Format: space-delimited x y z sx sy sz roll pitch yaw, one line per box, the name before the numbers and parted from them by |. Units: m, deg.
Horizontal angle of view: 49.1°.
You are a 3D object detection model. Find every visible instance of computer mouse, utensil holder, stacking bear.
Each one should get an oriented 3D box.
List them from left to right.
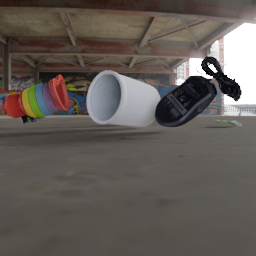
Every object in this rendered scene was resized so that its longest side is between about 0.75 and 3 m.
stacking bear | -2.240 -0.640 6.663 1.478 0.840 0.898 -13 18 6
utensil holder | -0.093 -0.766 8.148 1.458 1.458 1.715 3 -2 42
computer mouse | 1.738 -0.736 7.433 2.207 1.528 0.582 -35 -33 11

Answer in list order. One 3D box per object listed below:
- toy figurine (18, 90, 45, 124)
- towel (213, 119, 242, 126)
toy figurine | -3.102 -0.673 8.874 0.757 1.072 1.089 -21 3 -21
towel | 3.441 -0.196 9.682 0.605 0.093 0.794 17 -5 -43
